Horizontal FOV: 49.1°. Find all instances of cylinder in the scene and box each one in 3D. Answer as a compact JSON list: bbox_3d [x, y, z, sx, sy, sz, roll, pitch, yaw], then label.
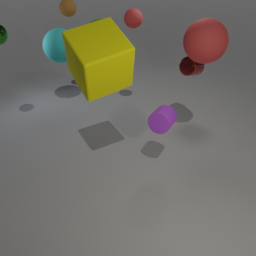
[{"bbox_3d":[1.048,-0.265,8.501,0.700,0.700,0.700,15,30,22],"label":"cylinder"},{"bbox_3d":[2.408,-2.332,10.559,0.700,0.700,0.700,27,28,36],"label":"cylinder"}]

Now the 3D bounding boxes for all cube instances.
[{"bbox_3d":[-0.779,-1.833,7.556,1.400,1.400,1.400,-24,62,-17],"label":"cube"}]

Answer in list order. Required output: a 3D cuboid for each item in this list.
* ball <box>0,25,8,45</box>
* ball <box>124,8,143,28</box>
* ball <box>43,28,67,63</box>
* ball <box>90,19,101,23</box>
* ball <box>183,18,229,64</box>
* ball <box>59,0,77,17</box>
[{"bbox_3d":[-4.372,-3.106,9.292,0.700,0.700,0.700,0,32,0],"label":"ball"},{"bbox_3d":[0.199,-4.081,10.429,0.700,0.700,0.700,0,32,0],"label":"ball"},{"bbox_3d":[-2.853,-3.453,11.767,1.400,1.400,1.400,0,32,0],"label":"ball"},{"bbox_3d":[-1.256,-4.262,12.840,1.400,1.400,1.400,0,32,0],"label":"ball"},{"bbox_3d":[2.471,-2.766,8.930,1.400,1.400,1.400,0,32,0],"label":"ball"},{"bbox_3d":[-2.464,-4.926,11.468,0.700,0.700,0.700,0,32,0],"label":"ball"}]
